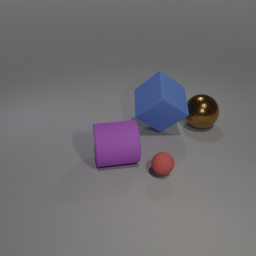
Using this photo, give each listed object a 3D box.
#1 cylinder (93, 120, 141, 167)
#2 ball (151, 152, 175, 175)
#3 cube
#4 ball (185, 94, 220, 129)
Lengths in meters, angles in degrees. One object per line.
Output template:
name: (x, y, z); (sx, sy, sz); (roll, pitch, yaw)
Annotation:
cylinder: (-0.385, 0.495, 9.128); (1.400, 1.400, 1.400); (-6, 30, -7)
ball: (1.061, 1.073, 8.516); (0.700, 0.700, 0.700); (0, 29, 0)
cube: (1.216, -0.965, 10.414); (1.400, 1.400, 1.400); (28, 46, -33)
ball: (2.949, -0.659, 11.276); (1.400, 1.400, 1.400); (0, 29, 0)
